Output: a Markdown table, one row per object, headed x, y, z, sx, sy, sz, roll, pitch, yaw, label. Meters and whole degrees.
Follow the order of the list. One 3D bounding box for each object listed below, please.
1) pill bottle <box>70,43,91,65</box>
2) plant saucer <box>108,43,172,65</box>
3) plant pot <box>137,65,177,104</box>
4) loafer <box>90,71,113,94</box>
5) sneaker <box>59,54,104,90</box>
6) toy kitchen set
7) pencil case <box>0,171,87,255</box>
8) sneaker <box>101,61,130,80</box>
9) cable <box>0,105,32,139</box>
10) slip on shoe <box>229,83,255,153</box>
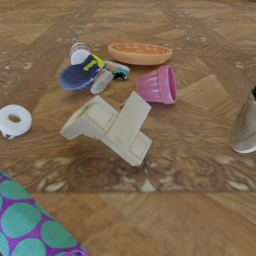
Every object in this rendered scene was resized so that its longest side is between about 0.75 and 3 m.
| x | y | z | sx | sy | sz | roll | pitch | yaw | label |
| --- | --- | --- | --- | --- | --- | --- | --- | --- | --- |
| -1.996 | -3.053 | 11.852 | 0.896 | 0.896 | 1.547 | -7 | 31 | -11 | pill bottle |
| 0.525 | -3.312 | 12.484 | 2.832 | 0.530 | 2.832 | 3 | 26 | -1 | plant saucer |
| 0.900 | -1.326 | 8.947 | 1.080 | 1.207 | 1.207 | -6 | 28 | 21 | plant pot |
| -0.979 | -1.608 | 9.990 | 0.413 | 0.414 | 1.185 | 3 | 41 | 40 | loafer |
| -1.656 | -1.805 | 9.909 | 0.836 | 0.930 | 2.261 | 43 | 40 | 0 | sneaker |
| -0.390 | -0.058 | 6.673 | 1.477 | 1.637 | 1.335 | -24 | 31 | 55 | toy kitchen set |
| -1.653 | 1.540 | 4.149 | 2.185 | 0.930 | 1.010 | 28 | 44 | 29 | pencil case |
| -0.627 | -2.206 | 10.808 | 1.324 | 0.472 | 0.529 | 16 | 75 | 15 | sneaker |
| -3.066 | -0.221 | 7.540 | 0.891 | 0.309 | 0.891 | -29 | 74 | -41 | cable |
| 2.884 | -0.556 | 5.948 | 0.869 | 2.870 | 1.091 | 5 | 49 | -20 | slip on shoe |
